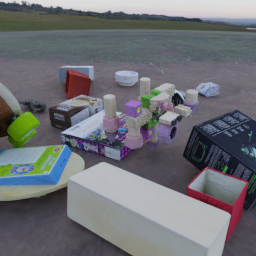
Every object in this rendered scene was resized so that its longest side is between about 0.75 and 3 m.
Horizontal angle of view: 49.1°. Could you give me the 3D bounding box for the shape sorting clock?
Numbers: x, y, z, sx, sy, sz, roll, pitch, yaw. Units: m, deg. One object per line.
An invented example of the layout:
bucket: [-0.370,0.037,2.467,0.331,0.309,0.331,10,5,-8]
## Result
shape sorting clock: [-2.540,1.057,6.988,2.900,0.569,2.900,-4,15,1]

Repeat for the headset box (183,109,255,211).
headset box: [2.833,0.677,6.807,1.898,1.011,2.180,-19,45,-36]

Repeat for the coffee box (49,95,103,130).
coffee box: [-1.894,-0.590,10.474,1.052,0.733,1.840,14,28,28]

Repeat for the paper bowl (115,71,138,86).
paper bowl: [-0.067,-2.669,15.202,1.236,0.643,1.236,0,24,0]

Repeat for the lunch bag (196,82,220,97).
lunch bag: [3.844,-1.873,13.562,0.897,0.571,0.761,-14,25,-13]

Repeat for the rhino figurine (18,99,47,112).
rhino figurine: [-4.010,-0.970,11.649,1.549,0.463,0.677,16,15,35]

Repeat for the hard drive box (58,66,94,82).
hard drive box: [-2.768,-2.951,15.269,1.600,0.789,2.054,0,13,-1]

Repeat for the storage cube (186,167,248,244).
storage cube: [1.727,1.503,5.573,0.901,0.948,1.055,18,31,34]

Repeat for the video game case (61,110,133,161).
video game case: [-0.575,0.112,9.270,2.204,0.435,2.431,13,27,26]

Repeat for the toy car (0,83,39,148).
toy car: [-4.229,0.106,7.278,2.844,2.337,2.244,-47,6,-25]

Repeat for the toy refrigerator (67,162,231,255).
toy refrigerator: [0.247,1.664,5.217,2.860,1.000,1.086,17,22,32]

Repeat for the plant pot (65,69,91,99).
plant pot: [-2.385,-2.075,13.414,1.049,1.189,1.191,2,22,-21]

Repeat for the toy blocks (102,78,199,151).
toy blocks: [0.728,-0.036,7.875,2.322,1.955,2.170,20,36,34]

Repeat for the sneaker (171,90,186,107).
sneaker: [2.330,-1.288,12.174,0.702,0.654,1.771,2,24,-6]
